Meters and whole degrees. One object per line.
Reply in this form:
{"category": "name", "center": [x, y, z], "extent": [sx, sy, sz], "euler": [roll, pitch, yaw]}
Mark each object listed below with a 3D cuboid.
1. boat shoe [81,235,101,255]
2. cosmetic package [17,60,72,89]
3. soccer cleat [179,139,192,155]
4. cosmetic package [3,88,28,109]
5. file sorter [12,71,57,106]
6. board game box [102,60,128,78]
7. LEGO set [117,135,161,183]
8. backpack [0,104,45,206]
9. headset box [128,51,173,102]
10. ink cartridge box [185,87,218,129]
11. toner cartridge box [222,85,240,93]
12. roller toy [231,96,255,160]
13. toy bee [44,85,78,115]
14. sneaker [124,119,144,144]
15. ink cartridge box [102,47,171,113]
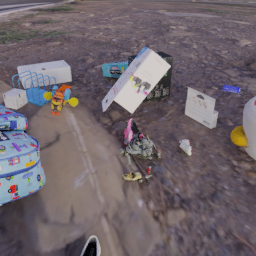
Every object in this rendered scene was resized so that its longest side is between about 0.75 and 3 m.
{"category": "boat shoe", "center": [-0.804, 2.765, 5.638], "extent": [0.457, 0.417, 1.269], "euler": [6, 31, 10]}
{"category": "cosmetic package", "center": [-4.294, -2.805, 14.505], "extent": [2.457, 0.910, 1.249], "euler": [-16, 35, -23]}
{"category": "soccer cleat", "center": [1.918, 0.652, 9.325], "extent": [0.349, 0.312, 0.900], "euler": [-3, 24, 4]}
{"category": "cosmetic package", "center": [-4.896, -1.275, 12.200], "extent": [0.621, 0.621, 0.753], "euler": [11, 33, 16]}
{"category": "file sorter", "center": [-4.235, -1.869, 12.783], "extent": [1.722, 1.056, 1.195], "euler": [17, 36, 26]}
{"category": "board game box", "center": [0.248, -3.145, 14.584], "extent": [2.181, 0.678, 2.888], "euler": [-17, 19, -26]}
{"category": "LEGO set", "center": [0.396, 0.798, 8.747], "extent": [1.394, 0.608, 2.146], "euler": [-4, 31, -8]}
{"category": "backpack", "center": [-3.612, 0.618, 7.172], "extent": [2.982, 2.006, 2.722], "euler": [25, 21, 34]}
{"category": "headset box", "center": [0.974, -2.359, 12.602], "extent": [1.804, 2.073, 0.961], "euler": [-15, 34, -22]}
{"category": "ink cartridge box", "center": [2.849, -0.830, 10.841], "extent": [0.314, 1.250, 1.441], "euler": [-19, 36, -28]}
{"category": "toner cartridge box", "center": [5.060, -1.906, 13.703], "extent": [0.774, 0.167, 0.367], "euler": [18, 34, 26]}
{"category": "roller toy", "center": [4.859, 0.075, 8.799], "extent": [2.579, 1.802, 2.352], "euler": [-22, 31, -18]}
{"category": "toy bee", "center": [-2.940, -1.166, 11.651], "extent": [1.393, 1.157, 2.128], "euler": [20, 15, 20]}
{"category": "sneaker", "center": [0.241, 0.182, 9.990], "extent": [0.674, 0.558, 1.414], "euler": [15, 32, -8]}
{"category": "ink cartridge box", "center": [0.216, -1.672, 10.910], "extent": [0.965, 2.845, 1.638], "euler": [36, 12, -18]}
